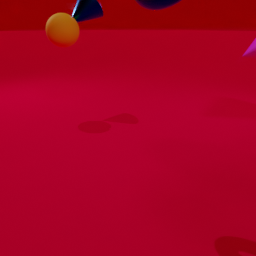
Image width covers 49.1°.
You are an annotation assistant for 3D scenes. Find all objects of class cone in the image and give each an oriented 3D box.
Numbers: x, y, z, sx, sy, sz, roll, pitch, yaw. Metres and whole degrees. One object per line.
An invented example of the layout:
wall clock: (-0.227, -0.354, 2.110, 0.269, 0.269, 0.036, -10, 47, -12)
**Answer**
cone: (4.365, -2.595, 9.352, 1.375, 1.370, 1.370, -22, 27, -16)
cone: (-1.550, -3.746, 9.188, 1.061, 1.057, 1.057, -47, 37, -11)

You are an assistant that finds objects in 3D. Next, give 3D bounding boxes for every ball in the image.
ball: (-1.998, -2.984, 8.568, 1.001, 1.001, 1.001, 0, 21, 0)

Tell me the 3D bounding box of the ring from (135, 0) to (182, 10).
ring: (0.560, -2.227, 3.710, 0.272, 1.360, 1.360, 17, 4, -45)
